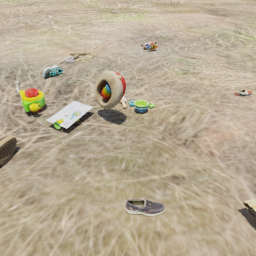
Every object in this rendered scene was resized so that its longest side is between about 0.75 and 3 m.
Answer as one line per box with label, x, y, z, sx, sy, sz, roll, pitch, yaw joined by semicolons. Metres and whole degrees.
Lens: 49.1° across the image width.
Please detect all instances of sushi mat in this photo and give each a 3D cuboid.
sushi mat;4.222;1.828;6.227;2.989;0.181;1.430;-4;21;-18

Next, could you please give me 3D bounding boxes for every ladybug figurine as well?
ladybug figurine;-0.554;-1.295;9.474;0.613;1.704;1.157;-21;81;-34

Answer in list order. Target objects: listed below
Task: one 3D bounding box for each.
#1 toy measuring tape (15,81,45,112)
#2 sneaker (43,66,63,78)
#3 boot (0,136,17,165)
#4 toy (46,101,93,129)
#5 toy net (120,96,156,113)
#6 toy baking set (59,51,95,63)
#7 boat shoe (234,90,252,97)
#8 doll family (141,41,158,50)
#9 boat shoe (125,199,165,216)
toy measuring tape;-3.779;-1.290;10.920;0.894;0.894;2.430;-16;38;-23
sneaker;-3.580;-2.688;13.465;0.525;0.446;1.150;20;39;22
boot;-4.380;0.707;7.905;1.678;0.730;2.018;15;40;16
toy;-2.033;-0.402;9.986;0.903;0.370;1.569;19;35;22
toy net;0.099;-1.101;11.058;1.906;0.368;1.000;22;39;31
toy baking set;-2.833;-3.954;15.567;1.923;0.224;1.476;-1;33;-2
boat shoe;4.863;-1.490;11.764;0.810;0.253;0.288;-6;32;-12
doll family;1.359;-4.905;16.897;0.748;0.543;1.206;-19;19;-15
boat shoe;0.406;1.842;6.590;0.948;0.307;0.341;2;33;3
